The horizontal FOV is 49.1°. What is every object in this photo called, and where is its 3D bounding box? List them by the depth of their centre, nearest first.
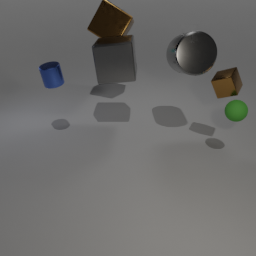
[{"bbox_3d":[3.439,-0.549,8.903,0.700,0.700,0.700,0,29,0],"label":"ball"},{"bbox_3d":[3.284,-1.491,9.291,0.700,0.700,0.700,-7,32,42],"label":"cube"},{"bbox_3d":[-2.579,-1.797,9.484,0.700,0.700,0.700,-6,34,4],"label":"cylinder"},{"bbox_3d":[2.151,-2.558,9.665,1.400,1.400,1.400,-2,15,-4],"label":"cylinder"},{"bbox_3d":[-0.440,-2.542,10.349,1.400,1.400,1.400,-4,28,6],"label":"cube"},{"bbox_3d":[-0.697,-4.405,11.992,1.400,1.400,1.400,32,14,-4],"label":"cube"}]
